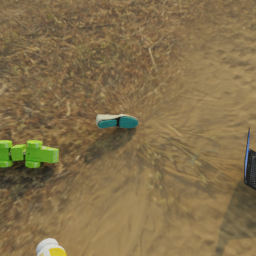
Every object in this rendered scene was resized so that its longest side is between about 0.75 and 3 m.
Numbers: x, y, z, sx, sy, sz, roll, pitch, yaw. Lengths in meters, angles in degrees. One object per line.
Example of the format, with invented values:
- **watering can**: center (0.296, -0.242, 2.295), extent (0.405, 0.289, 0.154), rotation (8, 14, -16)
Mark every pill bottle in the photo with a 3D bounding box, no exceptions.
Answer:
- **pill bottle**: center (-1.696, 3.149, 6.352), extent (0.709, 0.709, 1.265), rotation (-27, 33, -15)

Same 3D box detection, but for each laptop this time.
- **laptop**: center (3.569, 0.942, 7.489), extent (1.466, 0.757, 1.299), rotation (30, 50, -1)

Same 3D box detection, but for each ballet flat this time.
- **ballet flat**: center (-0.349, -0.256, 8.792), extent (1.388, 0.482, 0.482), rotation (0, 57, -23)

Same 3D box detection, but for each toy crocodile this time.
- **toy crocodile**: center (-3.123, 0.718, 8.213), extent (2.205, 0.681, 0.744), rotation (2, 99, 0)
